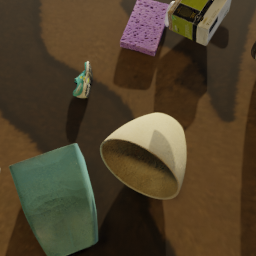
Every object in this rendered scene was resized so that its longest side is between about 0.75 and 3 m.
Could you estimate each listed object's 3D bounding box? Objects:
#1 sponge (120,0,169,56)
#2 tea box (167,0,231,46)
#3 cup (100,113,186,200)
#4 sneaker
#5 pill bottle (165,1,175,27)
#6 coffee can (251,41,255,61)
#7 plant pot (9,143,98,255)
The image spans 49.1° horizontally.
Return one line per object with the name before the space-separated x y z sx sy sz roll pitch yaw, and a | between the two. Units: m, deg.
sponge | 0.619 -3.508 9.608 1.218 0.326 2.183 16 66 6
tea box | 1.573 -2.584 6.219 1.005 0.683 1.022 33 85 17
cup | 0.592 0.498 6.887 2.101 2.101 1.503 28 57 13
sneaker | -1.390 -1.512 8.606 0.507 0.494 1.274 3 65 11
pill bottle | 2.072 -3.613 9.303 1.539 0.817 0.817 7 64 -14
coffee can | 5.124 -1.544 7.702 2.124 2.124 2.902 -18 67 -8
plant pot | -1.505 1.769 6.540 1.540 1.539 2.179 -20 74 -9
